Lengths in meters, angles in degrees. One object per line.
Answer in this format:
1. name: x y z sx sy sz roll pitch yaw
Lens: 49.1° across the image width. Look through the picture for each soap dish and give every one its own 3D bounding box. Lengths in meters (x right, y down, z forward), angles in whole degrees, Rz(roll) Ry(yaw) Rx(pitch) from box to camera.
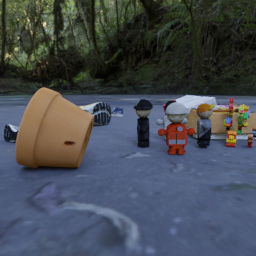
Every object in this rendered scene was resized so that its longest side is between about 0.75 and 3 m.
1. soap dish: 3.240 -0.185 9.780 2.252 0.915 1.772 0 9 1

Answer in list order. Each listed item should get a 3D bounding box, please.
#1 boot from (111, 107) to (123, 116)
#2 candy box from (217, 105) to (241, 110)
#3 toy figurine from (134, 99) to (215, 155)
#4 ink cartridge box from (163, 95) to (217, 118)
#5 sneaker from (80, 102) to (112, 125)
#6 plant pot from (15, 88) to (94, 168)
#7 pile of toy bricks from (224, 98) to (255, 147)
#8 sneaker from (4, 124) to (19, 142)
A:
1. boot: -0.722 -0.966 16.214 1.143 0.516 0.416 6 11 36
2. candy box: 5.010 -0.895 15.354 2.314 0.653 1.350 -2 10 1
3. toy figurine: 1.300 -0.164 7.974 1.931 1.364 1.961 -10 12 -37
4. ink cartridge box: 2.911 -0.868 13.203 1.554 0.892 2.140 -21 17 -19
5. sneaker: -1.796 -0.593 12.202 1.192 1.032 2.640 4 10 39
6. plant pot: -1.463 0.133 6.004 1.197 1.710 1.710 18 9 -2
7. pile of toy bricks: 3.316 -0.266 8.243 0.934 0.831 1.684 3 49 22
8. sneaker: -3.417 0.221 8.794 1.410 0.521 0.559 13 5 34
